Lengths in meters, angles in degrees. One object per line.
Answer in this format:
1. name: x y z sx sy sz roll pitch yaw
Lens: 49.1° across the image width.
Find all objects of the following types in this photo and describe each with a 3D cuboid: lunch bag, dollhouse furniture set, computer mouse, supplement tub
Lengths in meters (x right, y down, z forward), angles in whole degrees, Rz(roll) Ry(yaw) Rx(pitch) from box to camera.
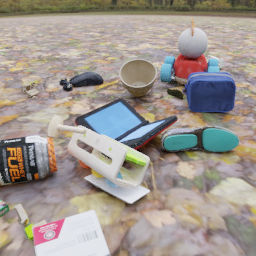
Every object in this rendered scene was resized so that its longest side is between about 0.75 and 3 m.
1. lunch bag: 3.346 -1.538 11.727 2.096 1.424 1.387 3 27 9
2. dollhouse furniture set: -4.492 -1.651 13.330 0.971 0.474 0.828 38 41 15
3. computer mouse: -2.354 -2.538 14.531 2.278 0.600 1.577 -12 29 -21
4. supplement tub: -2.917 0.847 7.391 1.957 1.199 1.199 -9 29 -15
5. dollhouse furniture set: -1.844 2.068 5.710 0.491 0.636 1.272 -21 44 -30

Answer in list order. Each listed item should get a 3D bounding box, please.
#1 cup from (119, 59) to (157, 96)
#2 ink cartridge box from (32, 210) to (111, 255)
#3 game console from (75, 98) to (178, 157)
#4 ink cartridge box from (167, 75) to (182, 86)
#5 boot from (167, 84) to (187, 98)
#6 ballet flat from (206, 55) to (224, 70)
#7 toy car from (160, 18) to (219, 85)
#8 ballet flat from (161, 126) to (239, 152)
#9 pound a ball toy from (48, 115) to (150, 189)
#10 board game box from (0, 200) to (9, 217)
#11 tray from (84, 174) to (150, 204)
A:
1. cup: 0.485 -2.137 12.859 1.669 1.194 1.669 -2 58 4
2. ink cartridge box: -0.885 2.365 4.743 1.162 0.667 1.600 -11 43 -19
3. game console: -0.009 -0.264 9.052 2.147 1.478 2.491 -17 10 45
4. ink cartridge box: 3.280 -2.570 14.805 1.912 0.416 1.659 15 31 27
5. boot: 2.615 -1.815 13.385 1.201 0.397 1.052 -19 33 -34
6. ballet flat: 4.890 -4.206 17.583 2.315 0.831 0.831 15 31 28
7. toy car: 3.114 -3.796 13.598 2.723 2.954 2.613 7 31 13
8. ballet flat: 2.227 0.295 8.902 2.440 0.878 0.878 -1 28 -3
9. pound a ball toy: -0.943 0.655 7.293 2.522 1.071 1.645 22 -2 45
10. board game box: -3.612 2.012 6.221 1.020 0.221 1.516 17 32 30
11. tray: -0.298 1.498 7.148 1.554 0.172 0.835 20 23 34
